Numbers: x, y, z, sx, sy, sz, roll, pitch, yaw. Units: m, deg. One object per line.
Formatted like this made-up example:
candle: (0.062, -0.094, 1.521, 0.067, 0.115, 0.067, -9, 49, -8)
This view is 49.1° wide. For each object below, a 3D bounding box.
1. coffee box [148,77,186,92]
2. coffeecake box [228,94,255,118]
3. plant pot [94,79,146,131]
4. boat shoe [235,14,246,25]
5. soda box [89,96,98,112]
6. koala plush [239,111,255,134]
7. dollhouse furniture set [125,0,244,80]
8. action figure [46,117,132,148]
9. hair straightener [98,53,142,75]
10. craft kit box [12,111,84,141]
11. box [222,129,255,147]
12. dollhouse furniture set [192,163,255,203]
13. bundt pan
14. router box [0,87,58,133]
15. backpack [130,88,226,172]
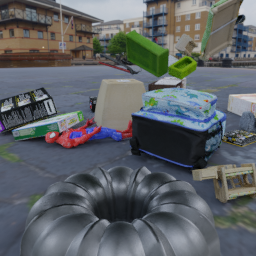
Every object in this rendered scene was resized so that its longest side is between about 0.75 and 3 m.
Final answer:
coffee box: (1.811, -1.337, 12.528, 1.141, 1.616, 2.859, 5, 16, 19)
coffeecake box: (5.892, -0.969, 12.683, 1.734, 0.825, 2.259, -3, 16, -9)
plant pot: (-0.249, -0.985, 11.031, 2.002, 1.773, 2.000, -5, 17, -14)
boat shoe: (4.368, -4.441, 11.861, 1.182, 0.443, 0.365, -13, -5, 41)
soda box: (-0.824, -1.229, 13.893, 2.097, 0.664, 0.742, -6, 18, -18)
koala plush: (5.272, -0.827, 9.681, 2.002, 2.179, 1.932, -6, 16, -22)
dollhouse furniture set: (1.413, -2.271, 6.900, 2.897, 1.448, 1.118, -34, 54, -22)
action figure: (-1.140, 0.147, 9.076, 2.978, 0.770, 0.974, -10, 21, -22)
hair straightener: (-0.230, -2.259, 9.522, 1.580, 0.608, 0.323, 23, 17, 17)
craft kit box: (-2.710, -0.105, 9.716, 1.787, 0.434, 1.765, -9, 15, 20)
box: (3.681, 0.316, 9.221, 1.020, 0.252, 0.815, -12, 22, -37)
dollhouse furniture set: (1.850, 1.178, 5.920, 1.251, 0.695, 1.106, -5, -8, -14)
bundt pan: (-0.089, 1.382, 3.937, 2.899, 1.088, 2.899, 1, 16, 0)
router box: (-4.095, -0.825, 11.039, 2.126, 0.728, 2.851, -20, 22, -16)
backpack: (1.563, -0.156, 7.930, 2.332, 1.873, 2.548, 14, 17, 31)
